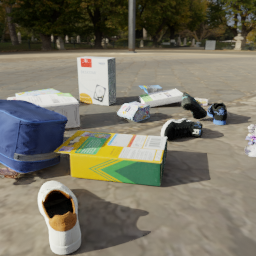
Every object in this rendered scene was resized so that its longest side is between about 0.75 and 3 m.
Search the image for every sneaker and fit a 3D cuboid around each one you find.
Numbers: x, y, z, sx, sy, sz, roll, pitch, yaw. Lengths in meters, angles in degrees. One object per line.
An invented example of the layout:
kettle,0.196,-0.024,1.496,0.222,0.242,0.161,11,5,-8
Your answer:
sneaker,2.069,0.058,10.054,1.035,0.676,1.850,15,23,38
sneaker,2.809,-0.927,11.786,0.634,1.681,0.666,-27,50,29
sneaker,-1.397,1.454,5.724,0.806,0.937,2.214,-10,20,-22
sneaker,3.964,-0.814,12.349,0.725,0.806,2.068,1,20,4

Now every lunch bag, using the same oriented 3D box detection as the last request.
lunch bag,0.255,-0.713,12.232,1.147,0.729,0.973,-23,29,-36
lunch bag,-3.141,0.207,8.071,2.510,1.661,1.705,21,14,30

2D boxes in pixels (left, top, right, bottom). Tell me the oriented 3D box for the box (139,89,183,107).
box,1.753,-1.583,14.776,2.135,0.388,1.541,-10,20,-5

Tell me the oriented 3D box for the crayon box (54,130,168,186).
crayon box,-0.383,0.769,7.942,2.853,0.736,1.794,5,20,11

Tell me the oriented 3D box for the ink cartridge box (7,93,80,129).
ink cartridge box,-3.462,-0.652,11.432,2.606,1.095,1.896,-8,21,-21

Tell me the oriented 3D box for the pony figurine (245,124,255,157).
pony figurine,4.239,0.431,8.891,1.182,1.020,1.225,10,5,2

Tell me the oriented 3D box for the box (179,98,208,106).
box,3.475,-1.420,14.849,1.505,0.312,0.291,8,22,20

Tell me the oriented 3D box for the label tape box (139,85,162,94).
label tape box,1.369,-2.358,17.349,1.302,0.412,0.939,-3,20,-9

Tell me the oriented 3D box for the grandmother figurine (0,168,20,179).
grandmother figurine,-3.297,1.132,7.108,1.028,0.311,0.623,11,3,-41

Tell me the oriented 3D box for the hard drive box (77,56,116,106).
hard drive box,-1.632,-2.512,14.811,1.859,2.385,0.916,8,21,24

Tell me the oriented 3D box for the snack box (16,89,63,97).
snack box,-4.445,-1.455,14.349,2.030,0.687,1.712,-13,24,-36
